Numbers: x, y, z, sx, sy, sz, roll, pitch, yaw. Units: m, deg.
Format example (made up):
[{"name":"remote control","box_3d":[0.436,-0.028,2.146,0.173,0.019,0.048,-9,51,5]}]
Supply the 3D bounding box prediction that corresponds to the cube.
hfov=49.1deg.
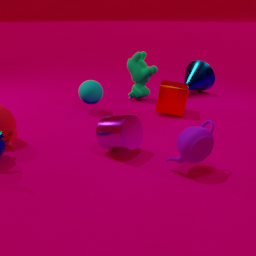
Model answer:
[{"name":"cube","box_3d":[1.538,-1.055,9.716,0.961,0.961,0.961,11,22,8]}]

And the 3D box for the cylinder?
[{"name":"cylinder","box_3d":[-0.207,0.115,6.982,0.866,0.866,0.866,-2,17,41]}]

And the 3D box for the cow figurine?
[{"name":"cow figurine","box_3d":[0.395,-1.998,11.066,1.577,1.603,0.880,-39,-6,33]}]

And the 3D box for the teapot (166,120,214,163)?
[{"name":"teapot","box_3d":[1.399,0.357,6.156,1.345,0.836,0.658,-47,38,1]}]

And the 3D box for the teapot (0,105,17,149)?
[{"name":"teapot","box_3d":[-3.547,-0.060,7.499,1.739,1.081,0.851,33,47,10]}]

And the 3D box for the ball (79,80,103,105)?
[{"name":"ball","box_3d":[-1.290,-1.239,9.739,0.841,0.841,0.841,0,23,0]}]

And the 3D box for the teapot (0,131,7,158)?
[{"name":"teapot","box_3d":[-3.240,0.330,6.594,0.694,0.882,1.418,-46,21,-29]}]

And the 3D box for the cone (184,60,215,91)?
[{"name":"cone","box_3d":[2.685,-1.907,11.798,1.434,1.434,1.439,18,44,36]}]
